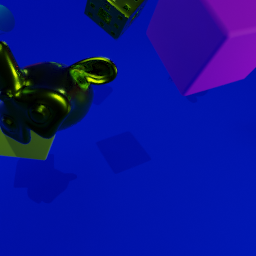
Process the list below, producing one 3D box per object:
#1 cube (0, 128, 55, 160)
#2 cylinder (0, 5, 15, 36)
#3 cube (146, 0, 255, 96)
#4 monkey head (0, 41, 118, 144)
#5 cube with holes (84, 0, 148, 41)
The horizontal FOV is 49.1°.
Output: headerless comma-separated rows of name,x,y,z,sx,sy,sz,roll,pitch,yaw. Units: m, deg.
cube,-1.605,-0.056,4.429,0.783,0.783,0.783,10,47,-24
cylinder,-3.455,-2.774,7.315,0.702,0.702,0.702,-1,36,33
cube,1.021,-1.190,3.307,1.059,1.059,1.059,-18,70,-22
monkey head,-0.905,-0.424,2.816,1.493,1.074,0.900,-13,29,27
cube with holes,-0.224,-2.736,6.074,0.958,0.958,0.958,39,71,-6
